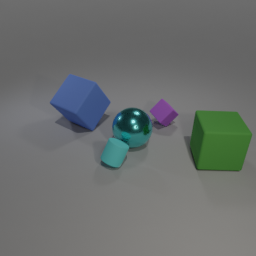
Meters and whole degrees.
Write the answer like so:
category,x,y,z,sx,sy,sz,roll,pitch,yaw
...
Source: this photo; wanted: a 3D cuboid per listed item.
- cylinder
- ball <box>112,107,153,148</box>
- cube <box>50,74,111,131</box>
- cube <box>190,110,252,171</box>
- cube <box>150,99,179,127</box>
category,x,y,z,sx,sy,sz,roll,pitch,yaw
cylinder,-0.418,0.771,8.835,0.700,0.700,0.700,24,11,-5
ball,0.150,-0.011,9.673,1.400,1.400,1.400,0,31,0
cube,-1.790,-0.977,10.717,1.400,1.400,1.400,22,73,31
cube,2.875,0.378,8.945,1.400,1.400,1.400,2,31,0
cube,1.408,-0.592,10.904,0.700,0.700,0.700,51,14,28
